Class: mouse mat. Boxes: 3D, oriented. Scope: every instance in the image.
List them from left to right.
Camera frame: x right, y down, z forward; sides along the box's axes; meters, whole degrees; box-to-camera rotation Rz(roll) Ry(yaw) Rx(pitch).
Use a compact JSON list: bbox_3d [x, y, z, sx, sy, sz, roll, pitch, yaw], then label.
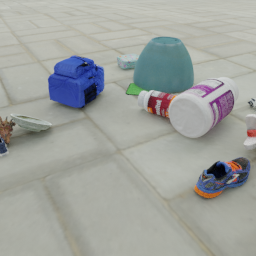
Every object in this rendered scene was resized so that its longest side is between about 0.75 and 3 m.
[{"bbox_3d":[0.760,-1.746,12.761,1.579,0.059,1.271,7,33,9],"label":"mouse mat"}]

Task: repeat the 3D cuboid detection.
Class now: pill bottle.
[{"bbox_3d":[1.184,-0.952,10.758,1.530,0.865,0.865,17,36,26],"label":"pill bottle"},{"bbox_3d":[2.828,-0.874,10.001,1.562,1.562,2.783,26,41,35],"label":"pill bottle"}]

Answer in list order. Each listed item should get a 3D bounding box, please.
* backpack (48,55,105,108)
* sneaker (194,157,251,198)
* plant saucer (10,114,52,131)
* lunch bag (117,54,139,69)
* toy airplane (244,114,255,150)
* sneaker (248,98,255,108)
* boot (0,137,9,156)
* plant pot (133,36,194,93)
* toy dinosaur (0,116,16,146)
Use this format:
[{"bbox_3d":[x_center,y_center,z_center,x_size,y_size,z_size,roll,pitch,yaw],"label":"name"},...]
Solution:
[{"bbox_3d":[-1.934,-2.028,11.598,1.787,1.846,2.199,22,34,19],"label":"backpack"},{"bbox_3d":[2.632,1.200,7.477,1.915,0.751,0.721,-21,39,-30],"label":"sneaker"},{"bbox_3d":[-3.355,-0.144,9.649,1.405,0.353,1.405,16,4,-1],"label":"plant saucer"},{"bbox_3d":[0.099,-3.602,15.235,1.344,0.518,1.078,-13,37,-20],"label":"lunch bag"},{"bbox_3d":[4.890,0.041,8.061,2.943,2.086,2.956,-6,33,-8],"label":"toy airplane"},{"bbox_3d":[5.089,-0.915,11.137,0.640,0.392,0.983,12,34,20],"label":"sneaker"},{"bbox_3d":[-4.129,0.430,8.921,0.399,0.496,1.098,-26,41,-35],"label":"boot"},{"bbox_3d":[1.721,-3.138,13.132,2.925,1.970,2.925,1,31,0],"label":"plant pot"},{"bbox_3d":[-4.411,-0.257,9.241,0.766,1.785,1.210,-53,13,-15],"label":"toy dinosaur"}]
